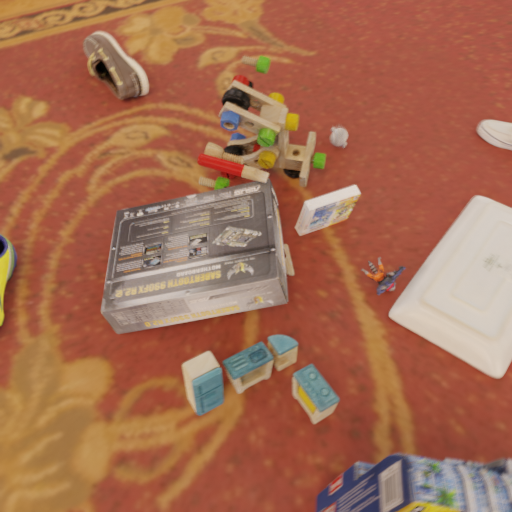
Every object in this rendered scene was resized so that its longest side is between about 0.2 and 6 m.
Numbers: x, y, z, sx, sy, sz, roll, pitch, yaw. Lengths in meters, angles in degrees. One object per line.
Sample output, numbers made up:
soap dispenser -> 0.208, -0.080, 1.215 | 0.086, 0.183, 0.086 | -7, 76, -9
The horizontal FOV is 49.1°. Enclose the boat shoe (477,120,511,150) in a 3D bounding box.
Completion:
boat shoe -> 5.838, -2.611, 12.146 | 1.977, 0.650, 0.711 | 33, 57, 25

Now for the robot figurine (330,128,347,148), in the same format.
robot figurine -> 1.793, -2.573, 12.164 | 0.326, 0.578, 0.490 | -33, 90, -2

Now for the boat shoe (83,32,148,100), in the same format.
boat shoe -> -3.649, -4.685, 13.805 | 0.765, 0.923, 2.571 | -30, 61, -27

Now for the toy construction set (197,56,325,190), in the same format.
toy construction set -> 0.283, -2.064, 10.675 | 2.134, 2.316, 2.777 | 16, 41, 4

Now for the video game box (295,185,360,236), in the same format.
video game box -> 1.307, -0.829, 10.386 | 1.065, 0.970, 0.249 | -19, 71, -16

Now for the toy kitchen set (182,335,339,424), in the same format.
toy kitchen set -> 0.072, 1.919, 7.959 | 1.758, 1.035, 1.408 | -25, 54, -20

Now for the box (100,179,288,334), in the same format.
box -> -1.011, -0.040, 9.464 | 2.917, 0.705, 2.310 | -12, 49, 8

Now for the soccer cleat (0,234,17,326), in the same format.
soccer cleat -> -4.510, 0.512, 9.287 | 0.672, 0.870, 2.080 | -2, 49, -2

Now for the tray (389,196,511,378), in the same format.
tray -> 4.093, 0.245, 9.831 | 2.012, 0.415, 3.747 | 31, 56, 23

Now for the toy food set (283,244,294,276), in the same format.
toy food set -> -0.028, -0.077, 10.070 | 1.415, 0.462, 0.832 | 0, 49, 0

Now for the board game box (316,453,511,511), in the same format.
board game box -> 2.415, 2.998, 6.304 | 2.795, 2.796, 0.862 | 13, 51, -7

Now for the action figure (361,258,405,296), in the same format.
action figure -> 2.226, 0.324, 9.693 | 0.672, 0.650, 0.352 | -38, 11, -1
